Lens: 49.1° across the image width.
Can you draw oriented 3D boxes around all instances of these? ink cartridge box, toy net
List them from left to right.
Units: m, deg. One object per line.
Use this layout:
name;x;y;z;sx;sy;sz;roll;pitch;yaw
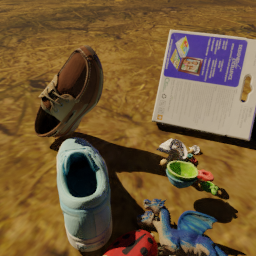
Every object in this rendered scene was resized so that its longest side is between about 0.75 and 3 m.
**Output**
toy net;1.167;0.642;5.793;1.027;0.378;1.958;5;23;-5
toy net;1.482;0.590;6.535;0.430;0.158;0.819;20;38;38
ink cartridge box;2.060;-1.107;7.189;2.489;2.466;0.540;13;5;18

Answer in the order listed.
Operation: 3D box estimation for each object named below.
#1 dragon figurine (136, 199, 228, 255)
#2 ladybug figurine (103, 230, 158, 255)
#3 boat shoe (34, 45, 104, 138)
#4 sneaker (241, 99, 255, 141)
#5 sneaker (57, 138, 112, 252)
dragon figurine;1.052;1.722;4.413;2.050;0.603;1.019;9;34;16
ladybug figurine;0.031;1.935;4.277;0.743;0.394;1.095;26;41;34
boat shoe;-1.393;-0.597;6.185;0.985;2.744;1.039;-25;68;-43
sneaker;3.024;-0.228;7.354;0.739;0.660;1.849;-14;37;-28
sneaker;-0.835;0.755;5.315;1.069;1.185;2.891;-8;31;-16
